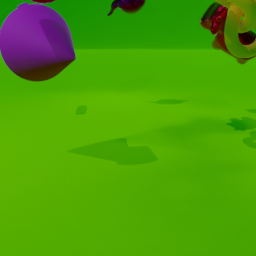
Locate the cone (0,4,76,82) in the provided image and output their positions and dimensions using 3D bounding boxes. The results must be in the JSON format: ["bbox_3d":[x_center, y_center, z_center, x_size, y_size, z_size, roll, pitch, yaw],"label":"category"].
[{"bbox_3d":[-1.275,-1.345,4.888,1.440,1.440,1.446,-14,30,-37],"label":"cone"}]

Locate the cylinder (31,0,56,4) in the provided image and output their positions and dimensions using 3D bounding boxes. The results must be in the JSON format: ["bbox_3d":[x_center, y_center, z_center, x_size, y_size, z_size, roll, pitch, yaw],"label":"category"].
[{"bbox_3d":[-1.326,-2.362,4.094,0.802,0.802,0.802,-8,43,-23],"label":"cylinder"}]

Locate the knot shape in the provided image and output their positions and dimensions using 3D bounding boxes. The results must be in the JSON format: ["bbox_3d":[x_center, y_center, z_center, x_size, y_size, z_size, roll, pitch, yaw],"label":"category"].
[{"bbox_3d":[2.055,-2.174,5.178,0.720,1.557,1.457,-15,-17,34],"label":"knot shape"}]

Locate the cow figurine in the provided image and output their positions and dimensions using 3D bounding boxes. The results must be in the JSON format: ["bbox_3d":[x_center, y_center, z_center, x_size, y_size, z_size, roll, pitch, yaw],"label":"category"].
[{"bbox_3d":[2.573,-2.302,6.826,1.708,0.938,1.681,36,8,5],"label":"cow figurine"}]

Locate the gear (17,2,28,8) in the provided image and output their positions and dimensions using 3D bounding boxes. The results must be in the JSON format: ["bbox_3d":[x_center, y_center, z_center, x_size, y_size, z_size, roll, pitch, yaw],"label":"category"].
[{"bbox_3d":[-2.884,-3.070,8.509,0.251,1.358,1.358,-20,18,0],"label":"gear"}]

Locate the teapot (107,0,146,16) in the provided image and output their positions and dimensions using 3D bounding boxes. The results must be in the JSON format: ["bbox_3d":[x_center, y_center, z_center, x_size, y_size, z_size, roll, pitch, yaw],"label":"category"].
[{"bbox_3d":[0.046,-4.281,9.377,1.741,1.083,0.853,-26,-12,0],"label":"teapot"}]
